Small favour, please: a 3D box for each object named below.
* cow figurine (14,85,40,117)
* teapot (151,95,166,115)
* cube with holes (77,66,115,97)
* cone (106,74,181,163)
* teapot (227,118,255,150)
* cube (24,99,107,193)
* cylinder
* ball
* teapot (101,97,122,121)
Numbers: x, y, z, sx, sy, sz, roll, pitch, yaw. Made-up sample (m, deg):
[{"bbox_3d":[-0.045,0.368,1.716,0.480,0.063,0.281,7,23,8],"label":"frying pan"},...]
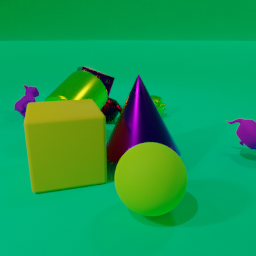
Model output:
[{"bbox_3d":[-3.113,-0.864,8.597,0.949,0.521,0.934,-39,54,-19],"label":"cow figurine"},{"bbox_3d":[0.896,-0.668,8.615,0.547,0.695,1.118,-7,-12,20],"label":"teapot"},{"bbox_3d":[-1.217,-1.322,9.186,1.060,1.060,1.060,17,5,-21],"label":"cube with holes"},{"bbox_3d":[0.233,-0.251,5.548,1.591,1.597,1.591,-2,7,0],"label":"cone"},{"bbox_3d":[2.489,0.135,5.765,0.658,0.518,1.058,-2,50,-54],"label":"teapot"},{"bbox_3d":[-1.128,0.247,5.077,1.250,1.250,1.250,-5,20,-16],"label":"cube"},{"bbox_3d":[-1.177,-0.583,6.410,1.082,1.082,1.082,9,43,24],"label":"cylinder"},{"bbox_3d":[0.319,0.713,3.954,1.016,1.016,1.016,0,19,0],"label":"ball"},{"bbox_3d":[-0.640,-0.500,8.149,1.435,0.703,0.892,6,-11,27],"label":"teapot"}]
